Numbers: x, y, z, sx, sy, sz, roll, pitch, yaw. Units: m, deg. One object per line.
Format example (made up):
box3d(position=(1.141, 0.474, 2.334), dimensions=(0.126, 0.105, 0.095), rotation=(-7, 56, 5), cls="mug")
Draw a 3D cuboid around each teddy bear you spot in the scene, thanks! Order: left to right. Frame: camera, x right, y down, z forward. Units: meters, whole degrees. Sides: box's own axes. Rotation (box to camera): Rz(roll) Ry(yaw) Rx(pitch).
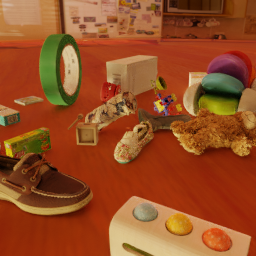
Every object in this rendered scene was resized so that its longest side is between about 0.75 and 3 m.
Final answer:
box3d(position=(2.487, 0.032, 7.542), dimensions=(2.678, 0.894, 1.941), rotation=(1, 24, 4), cls="teddy bear")

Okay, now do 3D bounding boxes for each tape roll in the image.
box3d(position=(-2.492, -2.218, 10.752), dimensions=(0.637, 2.651, 2.651), rotation=(2, 22, 10), cls="tape roll")

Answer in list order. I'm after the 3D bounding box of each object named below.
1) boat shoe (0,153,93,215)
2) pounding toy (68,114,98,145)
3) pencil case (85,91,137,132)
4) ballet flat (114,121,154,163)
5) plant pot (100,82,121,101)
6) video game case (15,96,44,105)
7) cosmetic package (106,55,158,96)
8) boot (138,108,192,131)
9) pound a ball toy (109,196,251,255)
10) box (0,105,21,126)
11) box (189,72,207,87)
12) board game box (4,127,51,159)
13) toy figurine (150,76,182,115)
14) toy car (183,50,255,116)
box3d(position=(-1.847, 0.912, 5.288), dimensions=(2.473, 0.890, 0.892), rotation=(9, 23, 21), cls="boat shoe")
box3d(position=(-1.226, -0.009, 7.645), dimensions=(0.759, 0.864, 0.395), rotation=(1, 22, 4), cls="pounding toy")
box3d(position=(-0.506, -0.429, 8.076), dimensions=(1.621, 0.630, 0.725), rotation=(-29, 46, 31), cls="pencil case")
box3d(position=(0.150, 0.278, 7.323), dimensions=(0.687, 0.581, 1.818), rotation=(9, 24, 21), cls="ballet flat")
box3d(position=(-0.687, -1.446, 11.436), dimensions=(0.726, 0.797, 0.797), rotation=(12, 23, 5), cls="plant pot")
box3d(position=(-4.073, -1.138, 11.532), dimensions=(0.788, 0.095, 0.865), rotation=(18, 28, 38), cls="video game case")
box3d(position=(0.261, -2.414, 12.826), dimensions=(1.113, 1.548, 2.743), rotation=(14, 24, 30), cls="cosmetic package")
box3d(position=(1.143, -0.302, 8.850), dimensions=(1.466, 0.532, 1.333), rotation=(-12, 38, -12), cls="boot")
box3d(position=(0.671, 1.644, 3.513), dimensions=(2.007, 0.853, 1.309), rotation=(12, 25, 29), cls="pound a ball toy")
box3d(position=(-4.291, -0.457, 9.471), dimensions=(1.418, 0.349, 0.584), rotation=(17, 27, 36), cls="box")
box3d(position=(3.294, -2.117, 13.121), dimensions=(0.811, 0.731, 1.442), rotation=(3, 22, 10), cls="box")
box3d(position=(-2.454, 0.425, 6.964), dimensions=(0.265, 0.565, 1.112), rotation=(15, 26, 34), cls="board game box")
box3d(position=(1.070, -0.902, 9.656), dimensions=(0.794, 1.505, 0.902), rotation=(-23, -9, -36), cls="toy figurine")
box3d(position=(3.394, -1.494, 9.482), dimensions=(2.466, 2.113, 2.818), rotation=(16, 34, 33), cls="toy car")
